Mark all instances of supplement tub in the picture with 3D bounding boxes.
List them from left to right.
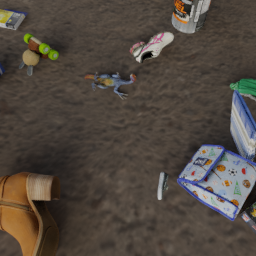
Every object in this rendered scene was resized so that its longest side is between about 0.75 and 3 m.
[{"bbox_3d":[2.692,-5.330,11.631,1.476,2.409,1.476,0,58,0],"label":"supplement tub"}]

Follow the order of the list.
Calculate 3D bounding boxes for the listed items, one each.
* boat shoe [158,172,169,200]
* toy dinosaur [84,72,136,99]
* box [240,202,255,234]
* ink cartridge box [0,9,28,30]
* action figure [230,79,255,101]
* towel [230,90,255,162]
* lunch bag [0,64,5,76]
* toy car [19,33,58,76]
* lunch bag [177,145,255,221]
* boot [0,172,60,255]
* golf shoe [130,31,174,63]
[{"bbox_3d":[1.056,1.698,8.229,0.299,0.303,0.842,11,63,3],"label":"boat shoe"},{"bbox_3d":[-0.549,-1.873,10.518,1.562,0.904,1.722,-13,44,-31],"label":"toy dinosaur"},{"bbox_3d":[4.540,2.890,7.702,1.601,0.442,2.344,-29,63,-17],"label":"box"},{"bbox_3d":[-5.393,-5.038,12.721,1.219,0.290,1.234,12,61,8],"label":"ink cartridge box"},{"bbox_3d":[4.838,-1.364,10.265,2.124,0.581,1.255,16,61,18],"label":"action figure"},{"bbox_3d":[3.475,0.086,8.429,0.258,2.169,1.593,-15,53,7],"label":"towel"},{"bbox_3d":[-5.386,-2.347,10.757,1.128,0.767,0.746,23,60,16],"label":"lunch bag"},{"bbox_3d":[-3.711,-2.793,11.116,1.156,1.110,1.407,35,93,23],"label":"toy car"},{"bbox_3d":[2.617,1.437,8.220,1.877,1.163,1.596,29,61,30],"label":"lunch bag"},{"bbox_3d":[-3.042,2.632,7.620,2.186,1.041,2.826,-3,66,13],"label":"boot"},{"bbox_3d":[1.094,-3.239,11.395,1.921,0.697,0.884,-29,66,-7],"label":"golf shoe"}]
